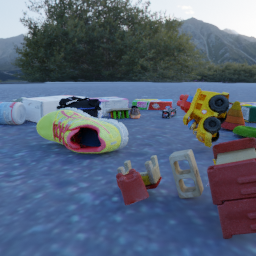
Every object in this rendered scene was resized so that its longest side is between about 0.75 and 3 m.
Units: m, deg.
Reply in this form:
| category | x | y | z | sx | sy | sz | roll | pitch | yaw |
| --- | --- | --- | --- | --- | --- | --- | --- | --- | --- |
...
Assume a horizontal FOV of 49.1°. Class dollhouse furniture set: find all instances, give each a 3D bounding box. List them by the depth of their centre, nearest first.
| category | x | y | z | sx | sy | sz | roll | pitch | yaw |
| --- | --- | --- | --- | --- | --- | --- | --- | --- | --- |
| dollhouse furniture set | 0.848 | 0.885 | 4.023 | 2.231 | 0.907 | 1.200 | -14 | 6 | 24 |

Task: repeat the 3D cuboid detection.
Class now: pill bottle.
| category | x | y | z | sx | sy | sz | roll | pitch | yaw |
| --- | --- | --- | --- | --- | --- | --- | --- | --- | --- |
| pill bottle | -4.714 | -0.565 | 10.578 | 1.527 | 0.831 | 0.831 | 2 | 12 | 11 |

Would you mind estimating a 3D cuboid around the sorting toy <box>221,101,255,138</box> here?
| category | x | y | z | sx | sy | sz | roll | pitch | yaw |
| --- | --- | --- | --- | --- | --- | --- | --- | --- | --- |
| sorting toy | 3.727 | -0.256 | 8.626 | 0.966 | 0.959 | 2.785 | 6 | 11 | -7 |

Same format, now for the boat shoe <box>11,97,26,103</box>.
| category | x | y | z | sx | sy | sz | roll | pitch | yaw |
| --- | --- | --- | --- | --- | --- | --- | --- | --- | --- |
| boat shoe | -4.623 | -1.049 | 12.890 | 0.861 | 0.843 | 2.418 | -16 | 16 | -37 |

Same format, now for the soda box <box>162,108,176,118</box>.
| category | x | y | z | sx | sy | sz | roll | pitch | yaw |
| --- | --- | --- | --- | --- | --- | --- | --- | --- | --- |
| soda box | 1.820 | -0.659 | 12.322 | 0.361 | 0.323 | 1.021 | 6 | 12 | 25 |

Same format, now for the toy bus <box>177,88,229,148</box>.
| category | x | y | z | sx | sy | sz | roll | pitch | yaw |
| --- | --- | --- | --- | --- | --- | --- | --- | --- | --- |
| toy bus | 1.842 | -0.335 | 7.222 | 1.294 | 1.348 | 0.915 | 19 | -16 | 19 |

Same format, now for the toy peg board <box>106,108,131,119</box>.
| category | x | y | z | sx | sy | sz | roll | pitch | yaw |
| --- | --- | --- | --- | --- | --- | --- | --- | --- | --- |
| toy peg board | -0.406 | -0.588 | 12.042 | 0.871 | 0.426 | 0.868 | -3 | -4 | -22 |

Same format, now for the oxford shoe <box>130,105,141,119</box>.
| category | x | y | z | sx | sy | sz | roll | pitch | yaw |
| --- | --- | --- | --- | --- | --- | --- | --- | --- | --- |
| oxford shoe | 0.329 | -0.768 | 12.381 | 0.498 | 0.510 | 1.398 | -1 | 12 | -3 |

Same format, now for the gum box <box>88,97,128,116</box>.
| category | x | y | z | sx | sy | sz | roll | pitch | yaw |
| --- | --- | --- | --- | --- | --- | --- | --- | --- | --- |
| gum box | -1.217 | -0.995 | 12.918 | 2.177 | 0.720 | 1.236 | -7 | 15 | -32 |

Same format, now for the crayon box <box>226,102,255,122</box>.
| category | x | y | z | sx | sy | sz | roll | pitch | yaw |
| --- | --- | --- | --- | --- | --- | --- | --- | --- | --- |
| crayon box | 5.481 | -0.712 | 11.791 | 1.852 | 0.626 | 2.146 | -1 | 12 | -4 |

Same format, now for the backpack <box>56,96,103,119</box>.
| category | x | y | z | sx | sy | sz | roll | pitch | yaw |
| --- | --- | --- | --- | --- | --- | --- | --- | --- | --- |
| backpack | -1.483 | -0.520 | 9.597 | 1.480 | 1.140 | 1.409 | 6 | 24 | 8 |

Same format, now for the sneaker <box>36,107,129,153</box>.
| category | x | y | z | sx | sy | sz | roll | pitch | yaw |
| --- | --- | --- | --- | --- | --- | --- | --- | --- | --- |
| sneaker | -1.357 | 0.093 | 7.014 | 2.580 | 1.008 | 1.165 | 5 | 15 | 23 |

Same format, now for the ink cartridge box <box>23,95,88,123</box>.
| category | x | y | z | sx | sy | sz | roll | pitch | yaw |
| --- | --- | --- | --- | --- | --- | --- | --- | --- | --- |
| ink cartridge box | -2.965 | -0.815 | 11.579 | 1.595 | 0.929 | 2.190 | 11 | 15 | 43 |

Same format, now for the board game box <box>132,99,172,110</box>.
| category | x | y | z | sx | sy | sz | roll | pitch | yaw |
| --- | --- | --- | --- | --- | --- | --- | --- | --- | --- |
| board game box | 1.344 | -1.274 | 15.093 | 2.063 | 0.416 | 1.579 | 2 | 12 | 9 |
